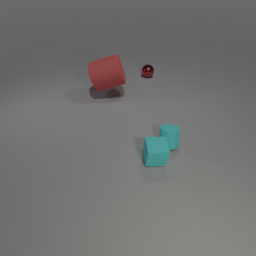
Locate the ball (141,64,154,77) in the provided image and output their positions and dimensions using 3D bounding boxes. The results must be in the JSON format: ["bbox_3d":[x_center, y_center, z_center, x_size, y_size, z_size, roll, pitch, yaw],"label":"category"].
[{"bbox_3d":[1.088,-3.127,15.342,0.700,0.700,0.700,0,33,0],"label":"ball"}]

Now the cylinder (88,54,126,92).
[{"bbox_3d":[-0.947,-2.517,12.853,1.400,1.400,1.400,-15,32,8],"label":"cylinder"}]

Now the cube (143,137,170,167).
[{"bbox_3d":[0.904,0.770,9.149,0.700,0.700,0.700,0,43,-7],"label":"cube"}]

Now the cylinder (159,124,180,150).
[{"bbox_3d":[1.468,0.308,9.926,0.700,0.700,0.700,1,23,0],"label":"cylinder"}]
